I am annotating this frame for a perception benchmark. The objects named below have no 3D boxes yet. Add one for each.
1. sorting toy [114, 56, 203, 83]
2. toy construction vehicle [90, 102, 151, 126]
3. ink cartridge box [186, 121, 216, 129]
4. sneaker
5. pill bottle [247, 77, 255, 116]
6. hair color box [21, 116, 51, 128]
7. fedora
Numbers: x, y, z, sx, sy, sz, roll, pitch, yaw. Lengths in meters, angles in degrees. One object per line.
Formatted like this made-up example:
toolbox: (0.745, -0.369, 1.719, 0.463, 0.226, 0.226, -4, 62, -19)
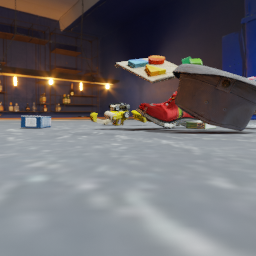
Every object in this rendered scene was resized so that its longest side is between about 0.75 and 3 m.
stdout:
sorting toy: (0.862, -1.518, 6.692, 1.979, 0.291, 1.463, -19, 35, -37)
toy construction vehicle: (-0.138, -0.435, 11.010, 2.181, 0.768, 1.899, -12, 20, -37)
ink cartridge box: (2.052, -0.098, 7.371, 0.873, 0.209, 0.635, -3, 3, -37)
sneaker: (1.212, -0.621, 7.550, 2.383, 1.012, 0.918, -3, 30, -42)
pill bottle: (3.710, -0.746, 7.193, 1.036, 1.036, 1.732, -1, 13, -17)
hair color box: (-2.542, -0.170, 7.812, 0.547, 0.331, 1.094, 2, 1, -3)
fedora: (1.757, -0.508, 5.494, 2.050, 0.925, 1.813, 19, 4, -5)
